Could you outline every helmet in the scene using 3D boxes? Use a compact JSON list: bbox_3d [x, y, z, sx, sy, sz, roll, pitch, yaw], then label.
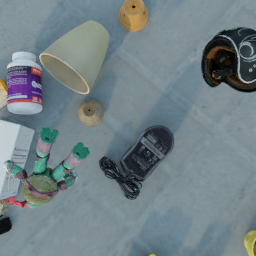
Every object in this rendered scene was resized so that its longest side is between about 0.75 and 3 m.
[{"bbox_3d":[3.047,-1.816,7.654,1.689,1.772,1.772,-10,82,-29],"label":"helmet"}]

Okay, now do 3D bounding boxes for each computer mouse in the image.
[{"bbox_3d":[0.469,0.991,9.950,2.737,0.721,1.895,-44,85,6],"label":"computer mouse"}]

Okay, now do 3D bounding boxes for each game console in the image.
[{"bbox_3d":[-4.625,3.124,9.880,0.754,0.154,1.278,-21,82,-3],"label":"game console"}]

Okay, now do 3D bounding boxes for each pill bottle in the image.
[{"bbox_3d":[-3.679,-1.578,9.987,1.167,1.167,2.075,-3,83,0],"label":"pill bottle"}]

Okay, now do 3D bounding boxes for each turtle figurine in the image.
[{"bbox_3d":[-2.158,1.270,7.296,1.951,1.312,2.607,19,125,-29],"label":"turtle figurine"}]

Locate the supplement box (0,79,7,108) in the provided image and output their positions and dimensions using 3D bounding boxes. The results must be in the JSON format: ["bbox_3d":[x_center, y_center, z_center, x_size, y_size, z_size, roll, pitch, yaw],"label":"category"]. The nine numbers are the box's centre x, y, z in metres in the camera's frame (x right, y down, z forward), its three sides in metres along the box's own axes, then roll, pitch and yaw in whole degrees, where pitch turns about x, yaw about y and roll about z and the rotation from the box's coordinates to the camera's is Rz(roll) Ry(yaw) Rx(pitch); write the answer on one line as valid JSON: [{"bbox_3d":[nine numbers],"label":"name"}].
[{"bbox_3d":[-5.033,-1.084,10.253,1.372,0.504,0.865,-36,83,-4],"label":"supplement box"}]

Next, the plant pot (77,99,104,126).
[{"bbox_3d":[-1.377,-0.604,10.224,0.987,0.456,0.987,0,83,-1],"label":"plant pot"}]

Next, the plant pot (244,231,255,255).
[{"bbox_3d":[4.445,3.915,9.304,1.150,1.082,1.150,0,82,1],"label":"plant pot"}]

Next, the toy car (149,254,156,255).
[{"bbox_3d":[1.816,5.257,9.404,2.315,0.549,2.460,-13,83,-2],"label":"toy car"}]

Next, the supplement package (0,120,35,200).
[{"bbox_3d":[-4.409,0.991,9.499,1.483,1.465,2.447,13,83,2],"label":"supplement package"}]

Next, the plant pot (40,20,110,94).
[{"bbox_3d":[-1.623,-2.667,9.871,2.006,2.006,2.142,32,74,4],"label":"plant pot"}]

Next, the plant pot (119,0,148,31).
[{"bbox_3d":[0.207,-4.363,10.547,1.142,0.800,1.142,0,82,1],"label":"plant pot"}]

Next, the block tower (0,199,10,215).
[{"bbox_3d":[-5.047,2.530,9.680,1.777,0.514,0.480,18,89,9],"label":"block tower"}]
